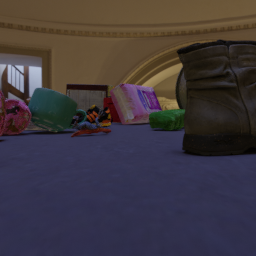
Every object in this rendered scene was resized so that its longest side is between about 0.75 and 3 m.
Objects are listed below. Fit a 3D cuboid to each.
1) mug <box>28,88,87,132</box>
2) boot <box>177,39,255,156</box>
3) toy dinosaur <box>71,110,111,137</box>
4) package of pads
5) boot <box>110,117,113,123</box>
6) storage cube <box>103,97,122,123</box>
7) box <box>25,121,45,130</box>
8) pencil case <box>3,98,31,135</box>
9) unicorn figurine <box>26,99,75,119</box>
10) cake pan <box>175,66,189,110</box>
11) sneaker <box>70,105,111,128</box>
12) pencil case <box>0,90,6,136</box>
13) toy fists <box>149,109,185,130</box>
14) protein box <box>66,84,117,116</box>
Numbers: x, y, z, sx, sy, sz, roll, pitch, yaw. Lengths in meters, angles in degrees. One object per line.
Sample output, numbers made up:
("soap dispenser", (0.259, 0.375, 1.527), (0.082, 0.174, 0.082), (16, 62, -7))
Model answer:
("mug", (-1.989, -0.395, 7.631), (1.480, 0.915, 1.216), (15, -14, 12))
("boot", (1.943, -0.499, 4.248), (2.569, 1.678, 0.870), (-1, 4, -21))
("toy dinosaur", (-0.878, 0.075, 6.876), (0.949, 1.045, 0.549), (22, -40, -15))
("package of pads", (0.469, -1.058, 12.822), (1.054, 1.679, 2.787), (-25, -10, 29))
("boot", (-1.331, -0.417, 12.691), (0.985, 0.495, 1.366), (4, 2, 36))
("storage cube", (-0.421, -0.931, 14.392), (1.413, 1.270, 1.208), (-2, 4, -44))
("box", (-2.822, -0.292, 8.866), (1.035, 0.680, 1.040), (0, 4, 0))
("pencil case", (-3.280, -0.337, 7.566), (0.897, 0.937, 2.166), (-1, 6, -31))
("unicorn figurine", (-3.639, -0.711, 12.449), (1.913, 1.028, 2.784), (4, -2, -36))
("cake pan", (3.180, -1.433, 10.241), (2.920, 2.920, 0.535), (-1, 14, -13))
("sneaker", (-1.379, -0.423, 9.952), (1.787, 0.804, 0.625), (-3, 4, -42))
("pencil case", (-3.906, -0.317, 5.441), (2.888, 1.250, 1.196), (0, 29, 9))
("toy fists", (1.387, -0.270, 9.079), (0.981, 0.662, 1.925), (-6, 3, 21))
("protein box", (-1.807, -1.609, 16.861), (2.764, 1.865, 2.744), (6, 6, 23))
